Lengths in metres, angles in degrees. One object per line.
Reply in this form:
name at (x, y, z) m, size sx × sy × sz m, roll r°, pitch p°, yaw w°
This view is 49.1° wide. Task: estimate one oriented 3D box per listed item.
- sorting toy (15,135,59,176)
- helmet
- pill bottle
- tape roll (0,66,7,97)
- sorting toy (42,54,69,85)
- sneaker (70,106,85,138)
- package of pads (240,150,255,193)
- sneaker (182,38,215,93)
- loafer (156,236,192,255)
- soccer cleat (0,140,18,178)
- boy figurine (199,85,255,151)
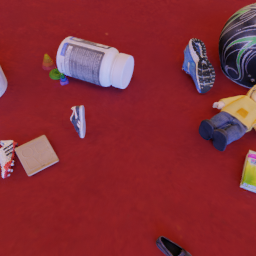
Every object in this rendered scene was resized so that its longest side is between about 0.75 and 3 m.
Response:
sorting toy at (-2.534, 0.757, 7.801) m, size 0.905 × 0.178 × 0.977 m, roll -28°, pitch 67°, yaw -21°
helmet at (4.322, -2.831, 9.172) m, size 2.567 × 2.447 × 2.567 m, roll 0°, pitch 53°, yaw 0°
pill bottle at (-1.063, -2.150, 9.380) m, size 2.317 × 1.318 × 1.318 m, roll 19°, pitch 55°, yaw 14°
tape roll at (-5.085, -1.731, 9.053) m, size 1.908 × 1.310 × 1.908 m, roll 0°, pitch 53°, yaw 0°
sorting toy at (-2.594, -2.124, 9.854) m, size 0.535 × 0.531 × 1.542 m, roll -31°, pitch 58°, yaw -22°
sneaker at (-1.438, -0.178, 8.059) m, size 0.372 × 0.937 × 0.367 m, roll -1°, pitch 9°, yaw 5°
package of pads at (3.519, 1.210, 7.396) m, size 0.861 × 0.380 × 1.115 m, roll 19°, pitch 56°, yaw 16°
sneaker at (2.359, -2.041, 9.571) m, size 0.751 × 0.853 × 1.913 m, roll -2°, pitch 72°, yaw -22°
loafer at (1.079, 2.784, 6.218) m, size 1.050 × 0.331 × 0.378 m, roll 32°, pitch 59°, yaw 22°
soccer cleat at (-3.358, 0.825, 7.629) m, size 0.520 × 0.419 × 1.222 m, roll 9°, pitch 46°, yaw -16°
boy figurine at (3.454, -0.388, 8.324) m, size 2.751 × 0.886 × 1.710 m, roll -32°, pitch 56°, yaw -19°
